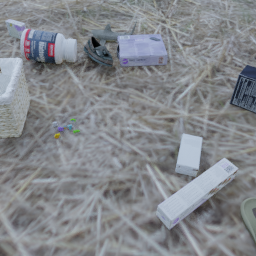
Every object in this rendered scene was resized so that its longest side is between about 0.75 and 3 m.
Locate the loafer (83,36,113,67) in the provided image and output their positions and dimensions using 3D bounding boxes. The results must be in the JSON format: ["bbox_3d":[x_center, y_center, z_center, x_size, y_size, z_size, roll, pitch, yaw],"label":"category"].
[{"bbox_3d":[-1.286,-3.349,12.103,0.830,0.727,2.311,5,27,-37],"label":"loafer"}]

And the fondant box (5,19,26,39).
[{"bbox_3d":[-5.521,-4.891,13.943,1.071,0.773,0.312,21,48,20],"label":"fondant box"}]

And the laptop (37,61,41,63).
[{"bbox_3d":[-3.920,-3.385,12.657,0.732,0.427,0.826,-30,50,-26],"label":"laptop"}]

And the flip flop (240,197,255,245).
[{"bbox_3d":[3.475,2.595,6.343,1.023,0.726,2.522,-10,45,-10],"label":"flip flop"}]

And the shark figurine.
[{"bbox_3d":[-0.661,-4.713,13.677,2.302,0.961,1.376,-4,46,-2],"label":"shark figurine"}]

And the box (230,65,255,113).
[{"bbox_3d":[4.525,-1.324,9.892,1.337,1.348,0.830,27,51,24],"label":"box"}]

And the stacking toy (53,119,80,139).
[{"bbox_3d":[-2.085,0.011,9.385,0.840,0.197,0.633,-12,47,-15],"label":"stacking toy"}]

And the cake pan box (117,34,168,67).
[{"bbox_3d":[0.573,-3.571,12.759,2.193,0.573,2.019,-4,42,-4],"label":"cake pan box"}]

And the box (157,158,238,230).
[{"bbox_3d":[1.887,1.675,7.444,2.574,0.498,0.533,-29,51,-26],"label":"box"}]

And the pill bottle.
[{"bbox_3d":[-3.340,-3.451,12.027,2.159,1.291,1.291,6,44,-4],"label":"pill bottle"}]

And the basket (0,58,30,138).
[{"bbox_3d":[-4.545,-0.938,9.160,2.246,1.823,2.266,-4,44,-4],"label":"basket"}]

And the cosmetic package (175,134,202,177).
[{"bbox_3d":[1.832,0.794,8.383,0.638,0.464,1.254,13,48,11],"label":"cosmetic package"}]
